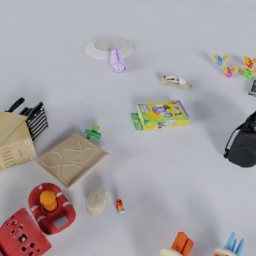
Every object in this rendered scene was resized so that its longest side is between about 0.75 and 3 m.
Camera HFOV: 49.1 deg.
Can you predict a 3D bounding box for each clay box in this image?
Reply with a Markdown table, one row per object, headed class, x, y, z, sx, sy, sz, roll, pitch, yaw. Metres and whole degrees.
| class | x | y | z | sx | sy | sz | roll | pitch | yaw |
| --- | --- | --- | --- | --- | --- | --- | --- | --- | --- |
| clay box | 1.087 | -0.460 | 9.928 | 1.866 | 0.444 | 1.072 | -6 | 39 | -9 |

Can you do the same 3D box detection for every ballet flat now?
| class | x | y | z | sx | sy | sz | roll | pitch | yaw |
| --- | --- | --- | --- | --- | --- | --- | --- | --- | --- |
| ballet flat | 2.014 | -1.906 | 11.569 | 1.332 | 0.448 | 0.454 | 9 | 42 | 10 |

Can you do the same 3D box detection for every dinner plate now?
| class | x | y | z | sx | sy | sz | roll | pitch | yaw |
| --- | --- | --- | --- | --- | --- | --- | --- | --- | --- |
| dinner plate | -0.945 | -4.138 | 14.224 | 2.467 | 0.299 | 2.467 | 0 | 43 | 0 |

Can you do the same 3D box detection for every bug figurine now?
| class | x | y | z | sx | sy | sz | roll | pitch | yaw |
| --- | --- | --- | --- | --- | --- | --- | --- | --- | --- |
| bug figurine | 4.793 | -2.743 | 12.458 | 2.056 | 0.529 | 1.594 | 5 | 48 | -1 |

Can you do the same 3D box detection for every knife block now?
| class | x | y | z | sx | sy | sz | roll | pitch | yaw |
| --- | --- | --- | --- | --- | --- | --- | --- | --- | --- |
| knife block | -3.932 | 0.109 | 8.961 | 2.858 | 0.914 | 2.509 | -19 | 44 | -19 |

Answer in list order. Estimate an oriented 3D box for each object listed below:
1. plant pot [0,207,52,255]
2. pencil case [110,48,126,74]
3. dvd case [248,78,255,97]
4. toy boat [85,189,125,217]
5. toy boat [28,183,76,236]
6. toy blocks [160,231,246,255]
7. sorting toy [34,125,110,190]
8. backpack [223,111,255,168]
| class | x | y | z | sx | sy | sz | roll | pitch | yaw |
| --- | --- | --- | --- | --- | --- | --- | --- | --- | --- |
| plant pot | -2.388 | 2.497 | 6.141 | 1.022 | 1.122 | 1.122 | -38 | 53 | -27 |
| pencil case | -0.503 | -3.038 | 12.730 | 0.587 | 0.598 | 1.400 | -6 | 41 | -8 |
| dvd case | 5.500 | -1.601 | 11.447 | 0.937 | 0.154 | 1.247 | 18 | 44 | 20 |
| toy boat | -0.588 | 2.001 | 7.229 | 1.005 | 0.467 | 0.845 | 5 | 34 | 15 |
| toy boat | -1.942 | 1.879 | 6.961 | 0.914 | 0.915 | 1.401 | -27 | 48 | -27 |
| toy blocks | 1.552 | 2.857 | 5.968 | 1.649 | 0.718 | 1.978 | 26 | 48 | 23 |
| sorting toy | -1.434 | 0.756 | 8.650 | 1.761 | 0.351 | 2.382 | 26 | 51 | 33 |
| backpack | 3.917 | 0.270 | 8.528 | 1.184 | 1.561 | 1.871 | 40 | 49 | 11 |
